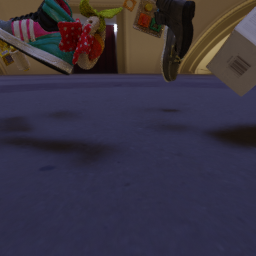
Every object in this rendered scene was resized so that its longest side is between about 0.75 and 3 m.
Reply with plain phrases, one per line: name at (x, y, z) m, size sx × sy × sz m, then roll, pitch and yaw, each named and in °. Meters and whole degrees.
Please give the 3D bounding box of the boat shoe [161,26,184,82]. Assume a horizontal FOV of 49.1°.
boat shoe at (1.842, -2.995, 11.155) m, size 0.702 × 2.349 × 0.839 m, roll 13°, pitch 16°, yaw 41°

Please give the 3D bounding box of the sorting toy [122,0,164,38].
sorting toy at (0.948, -4.419, 11.074) m, size 2.446 × 1.377 × 0.333 m, roll 13°, pitch 6°, yaw -20°

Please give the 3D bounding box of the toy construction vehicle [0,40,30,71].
toy construction vehicle at (-3.958, -2.844, 8.212) m, size 0.965 × 2.387 × 2.741 m, roll -29°, pitch 50°, yaw -11°

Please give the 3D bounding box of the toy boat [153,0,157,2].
toy boat at (1.116, -4.470, 8.905) m, size 0.578 × 0.886 × 0.579 m, roll 23°, pitch 57°, yaw 14°

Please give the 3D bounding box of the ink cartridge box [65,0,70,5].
ink cartridge box at (-2.566, -4.215, 9.903) m, size 0.646 × 1.508 × 1.113 m, roll -4°, pitch 54°, yaw -25°

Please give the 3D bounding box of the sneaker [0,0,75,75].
sneaker at (-2.040, -2.401, 6.412) m, size 2.562 × 1.547 × 1.071 m, roll 29°, pitch 1°, yaw 17°

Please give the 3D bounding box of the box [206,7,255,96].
box at (3.563, -2.394, 7.315) m, size 2.668 × 1.300 × 1.659 m, roll -45°, pitch -8°, yaw -21°

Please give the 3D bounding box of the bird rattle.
bird rattle at (-0.732, -1.801, 5.734) m, size 0.956 × 1.384 × 1.698 m, roll 12°, pitch 58°, yaw 5°

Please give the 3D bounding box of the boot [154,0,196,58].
boot at (1.320, -2.966, 8.185) m, size 1.111 × 1.687 × 0.589 m, roll 23°, pitch 44°, yaw 26°
